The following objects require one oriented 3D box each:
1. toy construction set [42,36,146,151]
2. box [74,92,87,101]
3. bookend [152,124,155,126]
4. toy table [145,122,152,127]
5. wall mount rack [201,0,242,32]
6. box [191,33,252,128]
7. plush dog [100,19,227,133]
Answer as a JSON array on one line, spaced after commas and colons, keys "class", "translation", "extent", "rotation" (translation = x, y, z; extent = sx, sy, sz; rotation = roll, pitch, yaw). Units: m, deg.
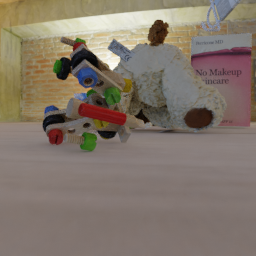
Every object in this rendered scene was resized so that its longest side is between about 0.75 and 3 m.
[{"class": "toy construction set", "translation": [-0.183, -0.178, 2.509], "extent": [0.891, 0.968, 1.160], "rotation": [13, 16, -29]}, {"class": "box", "translation": [-1.118, -0.837, 12.261], "extent": [2.382, 1.453, 0.568], "rotation": [0, 4, 6]}, {"class": "bookend", "translation": [1.368, -0.339, 11.361], "extent": [1.134, 0.522, 1.127], "rotation": [0, 2, 5]}, {"class": "toy table", "translation": [0.285, -0.426, 9.408], "extent": [1.370, 0.802, 1.259], "rotation": [0, 1, -34]}, {"class": "wall mount rack", "translation": [1.968, -3.156, 6.228], "extent": [0.686, 1.598, 1.839], "rotation": [-5, -18, -19]}, {"class": "box", "translation": [2.860, -1.384, 8.812], "extent": [1.744, 2.728, 1.486], "rotation": [0, 2, 15]}, {"class": "plush dog", "translation": [0.759, -0.738, 6.028], "extent": [2.674, 2.146, 2.297], "rotation": [0, -22, 22]}]
